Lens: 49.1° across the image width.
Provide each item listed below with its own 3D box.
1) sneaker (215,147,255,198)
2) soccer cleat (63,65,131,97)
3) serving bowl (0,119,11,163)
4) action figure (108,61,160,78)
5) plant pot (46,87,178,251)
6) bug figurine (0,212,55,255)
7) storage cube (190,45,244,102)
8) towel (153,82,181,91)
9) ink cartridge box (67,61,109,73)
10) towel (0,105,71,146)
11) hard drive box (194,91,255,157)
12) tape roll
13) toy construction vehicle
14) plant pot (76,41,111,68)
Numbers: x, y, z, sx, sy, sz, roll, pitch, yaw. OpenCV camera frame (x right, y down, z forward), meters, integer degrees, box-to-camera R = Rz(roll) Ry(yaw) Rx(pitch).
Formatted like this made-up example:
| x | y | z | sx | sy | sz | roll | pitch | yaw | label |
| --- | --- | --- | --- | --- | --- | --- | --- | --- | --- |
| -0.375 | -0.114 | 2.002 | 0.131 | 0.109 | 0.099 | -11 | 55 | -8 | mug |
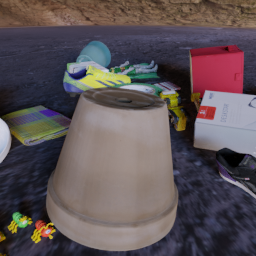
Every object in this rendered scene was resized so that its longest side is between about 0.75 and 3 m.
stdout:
| x | y | z | sx | sy | sz | roll | pitch | yaw | label |
| --- | --- | --- | --- | --- | --- | --- | --- | --- | --- |
| 2.568 | 0.957 | 5.619 | 1.851 | 0.810 | 0.701 | 21 | 66 | 45 | sneaker |
| -1.259 | -2.089 | 11.943 | 2.986 | 1.249 | 0.965 | -9 | 26 | -19 | soccer cleat |
| -3.615 | 0.483 | 6.788 | 1.659 | 0.546 | 1.659 | -2 | 55 | 2 | serving bowl |
| 0.045 | -2.967 | 14.498 | 2.863 | 0.783 | 1.691 | -10 | 35 | -12 | action figure |
| -0.195 | 0.464 | 5.046 | 2.463 | 2.137 | 2.463 | 6 | 20 | -2 | plant pot |
| -1.886 | 1.792 | 4.637 | 0.954 | 0.316 | 1.230 | 20 | 32 | 37 | bug figurine |
| 3.499 | -2.201 | 11.336 | 1.883 | 2.095 | 1.791 | -2 | 25 | 11 | storage cube |
| 1.562 | -1.805 | 12.675 | 1.345 | 0.153 | 0.969 | -14 | 30 | -24 | towel |
| -1.949 | -2.580 | 13.477 | 1.432 | 0.827 | 1.968 | -11 | 28 | -24 | ink cartridge box |
| -2.928 | -0.136 | 8.892 | 1.771 | 0.281 | 2.466 | -22 | 32 | -38 | towel |
| 3.120 | -0.135 | 7.734 | 2.278 | 0.875 | 1.776 | 8 | 39 | 19 | hard drive box |
| 0.295 | -1.249 | 11.019 | 2.135 | 0.513 | 2.135 | 0 | 24 | 0 | tape roll |
| 2.045 | -0.617 | 9.547 | 1.866 | 0.755 | 2.143 | -9 | 31 | -10 | toy construction vehicle |
| -1.971 | -3.722 | 15.267 | 1.618 | 1.618 | 1.520 | 9 | 36 | 19 | plant pot |
